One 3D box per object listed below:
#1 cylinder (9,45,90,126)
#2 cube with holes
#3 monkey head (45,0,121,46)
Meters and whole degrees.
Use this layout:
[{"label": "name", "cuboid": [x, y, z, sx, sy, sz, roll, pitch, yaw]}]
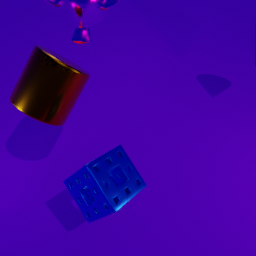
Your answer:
[{"label": "cylinder", "cuboid": [-1.731, -0.933, 6.265, 1.330, 1.330, 1.330, 36, 102, 27]}, {"label": "cube with holes", "cuboid": [-0.435, 1.046, 5.271, 0.927, 0.927, 0.927, -28, 83, -46]}, {"label": "monkey head", "cuboid": [-1.103, -2.787, 6.672, 1.899, 1.145, 1.366, 4, 76, 0]}]
